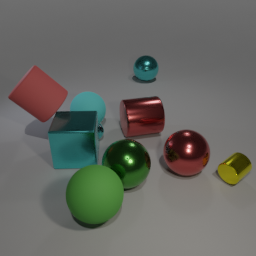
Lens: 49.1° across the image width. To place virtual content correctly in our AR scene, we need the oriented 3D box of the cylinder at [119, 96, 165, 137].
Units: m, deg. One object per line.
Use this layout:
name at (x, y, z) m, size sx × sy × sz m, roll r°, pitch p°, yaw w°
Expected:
cylinder at (0.501, -0.431, 10.512) m, size 1.400 × 1.400 × 1.400 m, roll -7°, pitch 31°, yaw -12°

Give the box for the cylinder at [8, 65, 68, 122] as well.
cylinder at (-3.007, -1.135, 9.444) m, size 1.400 × 1.400 × 1.400 m, roll -39°, pitch 27°, yaw 24°

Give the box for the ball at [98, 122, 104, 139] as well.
ball at (-1.231, 0.106, 10.270) m, size 0.700 × 0.700 × 0.700 m, roll 0°, pitch 30°, yaw 0°

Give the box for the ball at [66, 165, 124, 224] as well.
ball at (-0.801, 1.595, 6.808) m, size 1.400 × 1.400 × 1.400 m, roll 0°, pitch 30°, yaw 0°

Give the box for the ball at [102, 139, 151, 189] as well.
ball at (-0.047, 1.011, 7.970) m, size 1.400 × 1.400 × 1.400 m, roll 0°, pitch 30°, yaw 0°

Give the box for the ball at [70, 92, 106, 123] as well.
ball at (-1.568, -0.727, 11.019) m, size 1.400 × 1.400 × 1.400 m, roll 0°, pitch 30°, yaw 0°

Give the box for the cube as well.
cube at (-1.699, 0.360, 9.170) m, size 1.400 × 1.400 × 1.400 m, roll -1°, pitch 30°, yaw -2°

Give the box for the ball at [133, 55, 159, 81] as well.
ball at (0.983, -3.270, 15.376) m, size 1.400 × 1.400 × 1.400 m, roll 0°, pitch 30°, yaw 0°

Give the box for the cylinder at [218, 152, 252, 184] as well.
cylinder at (3.125, 1.174, 8.209) m, size 0.700 × 0.700 × 0.700 m, roll -29°, pitch 40°, yaw -27°

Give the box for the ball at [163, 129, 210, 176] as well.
ball at (1.771, 0.740, 8.503) m, size 1.400 × 1.400 × 1.400 m, roll 0°, pitch 30°, yaw 0°
